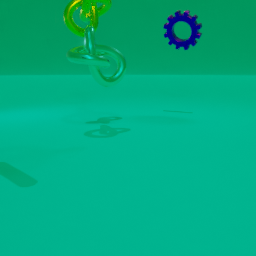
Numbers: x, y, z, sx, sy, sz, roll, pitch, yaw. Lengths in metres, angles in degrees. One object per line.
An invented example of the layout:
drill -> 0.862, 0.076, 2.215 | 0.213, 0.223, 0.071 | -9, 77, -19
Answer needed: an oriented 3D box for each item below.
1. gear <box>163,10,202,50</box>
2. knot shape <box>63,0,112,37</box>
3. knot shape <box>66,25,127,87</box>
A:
gear -> 1.794, -3.212, 9.231 | 1.250, 1.250, 0.231 | 6, 38, 28
knot shape -> -0.999, -3.126, 7.016 | 0.666, 1.348, 1.440 | 27, 55, 18
knot shape -> -0.755, -1.596, 6.283 | 0.676, 1.463, 1.369 | -37, -2, 31
